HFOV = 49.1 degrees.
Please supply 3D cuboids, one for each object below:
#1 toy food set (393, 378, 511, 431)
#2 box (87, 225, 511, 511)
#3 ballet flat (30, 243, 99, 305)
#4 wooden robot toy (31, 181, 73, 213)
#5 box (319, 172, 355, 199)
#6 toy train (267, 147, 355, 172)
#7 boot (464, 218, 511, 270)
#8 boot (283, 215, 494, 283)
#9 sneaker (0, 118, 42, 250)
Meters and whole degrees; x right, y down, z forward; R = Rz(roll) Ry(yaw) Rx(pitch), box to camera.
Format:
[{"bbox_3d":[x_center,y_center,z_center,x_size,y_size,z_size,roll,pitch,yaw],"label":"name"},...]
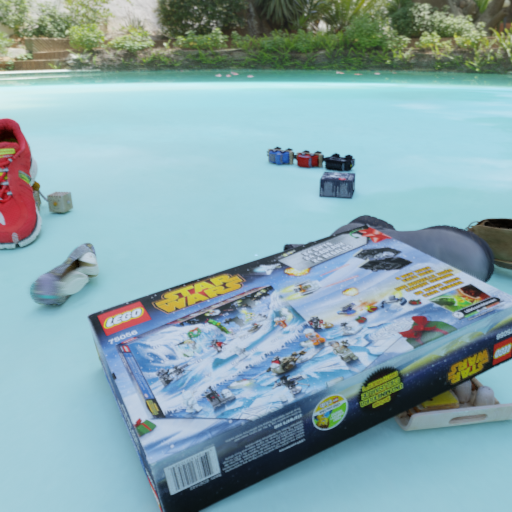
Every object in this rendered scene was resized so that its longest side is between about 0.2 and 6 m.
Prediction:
[{"bbox_3d":[1.784,1.165,5.740,1.124,0.473,1.566,-4,21,-10],"label":"toy food set"},{"bbox_3d":[0.366,0.810,5.671,3.635,0.725,2.488,-18,27,-20],"label":"box"},{"bbox_3d":[-2.562,0.265,8.004,0.547,0.547,1.521,6,27,15],"label":"ballet flat"},{"bbox_3d":[-4.962,-1.496,11.819,2.281,1.035,1.005,11,24,28],"label":"wooden robot toy"},{"bbox_3d":[1.897,-1.652,13.038,0.761,0.435,0.836,4,21,13],"label":"box"},{"bbox_3d":[1.452,-2.697,15.779,2.668,0.455,0.611,11,36,25],"label":"toy train"},{"bbox_3d":[3.464,-0.298,8.828,0.721,0.739,1.958,-44,30,-27],"label":"boot"},{"bbox_3d":[1.776,0.163,8.002,1.764,0.935,2.680,-22,20,-34],"label":"boot"},{"bbox_3d":[-4.720,-1.417,10.359,1.207,1.331,3.134,-9,49,-16],"label":"sneaker"}]
